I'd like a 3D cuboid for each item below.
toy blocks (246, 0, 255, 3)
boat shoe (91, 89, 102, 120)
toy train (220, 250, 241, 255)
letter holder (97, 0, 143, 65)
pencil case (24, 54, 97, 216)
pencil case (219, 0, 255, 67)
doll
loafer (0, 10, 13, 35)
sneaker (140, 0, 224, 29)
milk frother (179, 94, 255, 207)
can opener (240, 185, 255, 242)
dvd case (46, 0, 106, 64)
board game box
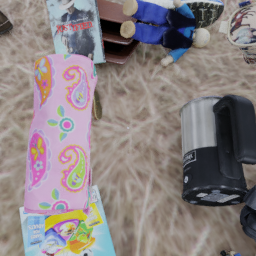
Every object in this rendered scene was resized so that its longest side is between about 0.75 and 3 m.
[{"bbox_3d":[4.488,-4.418,9.382,1.029,1.101,0.927,-14,19,1],"label":"toy blocks"},{"bbox_3d":[-0.918,-0.606,7.537,0.306,0.327,0.907,-23,66,25],"label":"boat shoe"},{"bbox_3d":[2.493,3.339,5.186,0.524,0.390,2.288,-22,63,-16],"label":"toy train"},{"bbox_3d":[-0.830,-2.886,8.220,2.149,1.081,1.527,19,51,11],"label":"letter holder"},{"bbox_3d":[-1.036,0.121,4.463,1.091,1.091,2.496,1,81,0],"label":"pencil case"},{"bbox_3d":[2.631,-1.841,5.791,0.957,2.139,0.832,25,103,28],"label":"pencil case"},{"bbox_3d":[1.184,-2.770,8.076,2.849,1.944,0.691,1,12,-29],"label":"doll"},{"bbox_3d":[-4.547,-3.724,9.058,2.014,0.719,0.735,36,66,19],"label":"loafer"},{"bbox_3d":[1.654,-4.058,9.012,2.846,1.118,1.269,7,65,4],"label":"sneaker"},{"bbox_3d":[2.436,0.560,6.205,2.293,2.069,2.157,22,57,-28],"label":"milk frother"},{"bbox_3d":[3.448,1.875,5.434,2.905,1.142,0.921,15,36,-14],"label":"can opener"},{"bbox_3d":[-1.465,-2.767,7.853,1.481,0.223,2.028,-4,101,18],"label":"dvd case"},{"bbox_3d":[-1.131,2.464,5.610,1.678,0.522,2.223,-16,61,-9],"label":"board game box"}]
